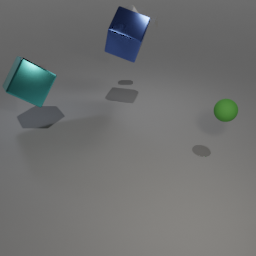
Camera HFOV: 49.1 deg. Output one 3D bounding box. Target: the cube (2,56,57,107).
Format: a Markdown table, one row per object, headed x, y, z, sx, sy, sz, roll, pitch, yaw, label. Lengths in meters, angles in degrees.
| x | y | z | sx | sy | sz | roll | pitch | yaw | label |
| --- | --- | --- | --- | --- | --- | --- | --- | --- | --- |
| -3.862 | -1.821 | 10.925 | 1.400 | 1.400 | 1.400 | 26 | 2 | -33 | cube |

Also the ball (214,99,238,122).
| x | y | z | sx | sy | sz | roll | pitch | yaw | label |
| --- | --- | --- | --- | --- | --- | --- | --- | --- | --- |
| 2.945 | -0.533 | 8.439 | 0.700 | 0.700 | 0.700 | 0 | 31 | 0 | ball |

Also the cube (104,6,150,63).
| x | y | z | sx | sy | sz | roll | pitch | yaw | label |
| --- | --- | --- | --- | --- | --- | --- | --- | --- | --- |
| -0.048 | -3.888 | 11.738 | 1.400 | 1.400 | 1.400 | 20 | 65 | -2 | cube |

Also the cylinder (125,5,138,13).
| x | y | z | sx | sy | sz | roll | pitch | yaw | label |
| --- | --- | --- | --- | --- | --- | --- | --- | --- | --- |
| 0.151 | -5.104 | 12.802 | 0.700 | 0.700 | 0.700 | -19 | 53 | 28 | cylinder |
